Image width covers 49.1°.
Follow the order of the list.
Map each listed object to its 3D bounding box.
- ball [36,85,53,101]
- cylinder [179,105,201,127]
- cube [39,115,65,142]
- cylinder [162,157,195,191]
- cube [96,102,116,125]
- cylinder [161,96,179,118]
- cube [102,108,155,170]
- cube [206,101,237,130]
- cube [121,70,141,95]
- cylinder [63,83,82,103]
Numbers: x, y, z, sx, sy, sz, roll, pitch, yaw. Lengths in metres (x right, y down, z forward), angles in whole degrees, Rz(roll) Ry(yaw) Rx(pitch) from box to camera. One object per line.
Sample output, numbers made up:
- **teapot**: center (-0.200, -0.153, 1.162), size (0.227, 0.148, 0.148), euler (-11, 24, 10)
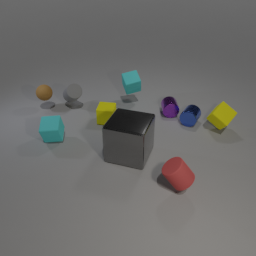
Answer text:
- **ball**: center (-3.634, -1.534, 12.152), size (0.700, 0.700, 0.700), euler (0, 32, 0)
- **cylinder**: center (2.550, -0.507, 11.441), size (0.700, 0.700, 0.700), euler (17, 36, 24)
- **cube**: center (-2.776, 0.035, 10.246), size (0.700, 0.700, 0.700), euler (-4, 53, 2)
- **cylinder**: center (1.429, 1.298, 7.969), size (0.700, 0.700, 0.700), euler (-34, 24, 17)
- **cube**: center (-0.881, -0.596, 11.520), size (0.700, 0.700, 0.700), euler (5, 36, 7)
- **cylinder**: center (1.804, -0.901, 12.054), size (0.700, 0.700, 0.700), euler (-1, 33, -1)
- **cube**: center (0.052, 0.331, 9.463), size (1.400, 1.400, 1.400), euler (10, 34, 16)
- **cube**: center (3.597, -0.469, 10.775), size (0.700, 0.700, 0.700), euler (42, 77, 5)
- **cube**: center (0.154, -2.035, 12.504), size (0.700, 0.700, 0.700), euler (-16, 59, -7)
- **cylinder**: center (-2.439, -1.537, 12.300), size (0.700, 0.700, 0.700), euler (-19, -1, -27)
